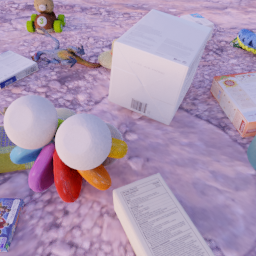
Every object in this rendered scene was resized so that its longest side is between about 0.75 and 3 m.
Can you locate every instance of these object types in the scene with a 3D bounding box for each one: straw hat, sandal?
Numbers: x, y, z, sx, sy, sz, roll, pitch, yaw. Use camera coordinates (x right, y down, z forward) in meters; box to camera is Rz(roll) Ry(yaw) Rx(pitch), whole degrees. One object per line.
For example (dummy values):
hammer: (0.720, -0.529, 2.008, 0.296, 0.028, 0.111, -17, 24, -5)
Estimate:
straw hat: (-0.180, -3.157, 11.351, 2.102, 0.889, 2.102, 3, 41, -2)
sandal: (5.673, -3.528, 11.569, 1.004, 1.100, 2.526, -26, 54, -25)

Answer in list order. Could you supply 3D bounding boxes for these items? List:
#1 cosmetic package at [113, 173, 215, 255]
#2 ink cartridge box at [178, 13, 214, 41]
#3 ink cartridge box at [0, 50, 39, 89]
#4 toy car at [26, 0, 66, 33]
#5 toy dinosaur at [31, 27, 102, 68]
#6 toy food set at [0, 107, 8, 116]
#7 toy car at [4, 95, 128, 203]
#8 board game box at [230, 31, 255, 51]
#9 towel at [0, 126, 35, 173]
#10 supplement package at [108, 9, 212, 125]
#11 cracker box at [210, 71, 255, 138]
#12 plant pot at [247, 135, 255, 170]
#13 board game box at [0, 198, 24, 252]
cosmetic package: (0.677, 2.193, 5.770, 1.210, 0.854, 2.338, -17, 45, -17)
ink cartridge box: (2.475, -4.472, 12.883, 2.437, 0.827, 1.403, -16, 45, -16)
ink cartridge box: (-4.770, -2.316, 10.924, 1.802, 0.366, 1.798, 28, 50, 27)
toy car: (-4.028, -5.731, 13.358, 1.656, 2.016, 1.590, 1, 43, 1)
toy dinosaur: (-2.762, -2.765, 11.299, 2.287, 2.521, 1.323, 11, 73, 47)
toy food set: (-3.815, -0.605, 9.298, 0.526, 0.130, 0.828, 32, 44, 29)
toy car: (-1.549, 0.601, 6.713, 2.862, 2.505, 2.146, 20, 88, 11)
board game box: (5.489, -4.072, 12.940, 0.892, 0.200, 1.703, 33, 52, 27)
towel: (-2.597, 0.376, 8.113, 2.590, 0.295, 1.860, -9, 43, -9)
supplement package: (1.050, -2.063, 9.084, 2.191, 2.175, 2.887, 23, 46, 12)
cracker box: (3.964, -0.849, 9.110, 1.639, 0.706, 2.447, -7, 43, -8)
plant pot: (4.196, 0.386, 7.304, 1.734, 1.392, 1.734, 0, 43, 0)
board game box: (-2.915, 2.140, 6.293, 0.808, 0.206, 1.194, 2, 43, 2)
